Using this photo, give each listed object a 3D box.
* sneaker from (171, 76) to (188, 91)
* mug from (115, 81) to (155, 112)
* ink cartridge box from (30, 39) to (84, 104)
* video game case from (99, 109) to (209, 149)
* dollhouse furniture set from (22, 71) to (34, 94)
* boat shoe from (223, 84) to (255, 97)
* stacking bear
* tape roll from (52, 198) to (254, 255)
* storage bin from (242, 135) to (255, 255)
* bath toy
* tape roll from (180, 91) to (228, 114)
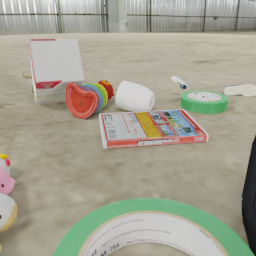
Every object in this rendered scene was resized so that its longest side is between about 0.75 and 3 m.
[{"bbox_3d":[2.146,-1.848,11.575,0.860,0.309,0.312,33,24,-14],"label":"sneaker"},{"bbox_3d":[0.355,-1.035,10.155,1.193,1.005,1.361,18,-3,19],"label":"mug"},{"bbox_3d":[-2.682,-2.006,10.310,1.617,1.610,2.226,-8,-11,-21],"label":"ink cartridge box"},{"bbox_3d":[0.641,-0.042,8.481,2.926,0.255,2.092,-4,24,-8],"label":"video game case"},{"bbox_3d":[-3.636,-1.839,12.488,1.622,0.902,1.435,11,1,26],"label":"dollhouse furniture set"},{"bbox_3d":[4.870,-1.669,12.052,1.457,0.531,0.450,1,26,15],"label":"boat shoe"},{"bbox_3d":[-1.194,-1.164,10.067,1.227,1.149,2.021,25,30,15],"label":"stacking bear"},{"bbox_3d":[0.320,1.894,3.503,2.559,0.615,2.559,0,22,0],"label":"tape roll"},{"bbox_3d":[2.376,1.242,3.653,1.172,1.690,2.500,5,23,11],"label":"storage bin"},{"bbox_3d":[-2.517,1.119,4.849,1.184,1.006,2.722,-7,23,-15],"label":"bath toy"},{"bbox_3d":[2.873,-1.006,10.623,1.727,0.415,1.727,1,23,0],"label":"tape roll"}]
